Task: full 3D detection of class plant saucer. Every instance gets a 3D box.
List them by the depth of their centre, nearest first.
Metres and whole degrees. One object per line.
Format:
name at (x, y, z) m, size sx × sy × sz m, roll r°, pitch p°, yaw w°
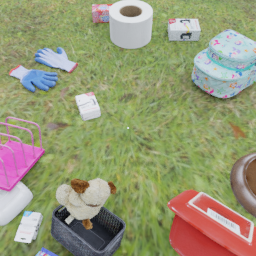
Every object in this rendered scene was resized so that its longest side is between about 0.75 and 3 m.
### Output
plant saucer at (4.528, 1.732, 8.675) m, size 2.583 × 0.414 × 2.583 m, roll 0°, pitch 52°, yaw 0°

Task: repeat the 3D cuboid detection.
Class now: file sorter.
file sorter at (-3.729, 0.680, 8.626) m, size 1.377 × 1.242 × 1.981 m, roll 13°, pitch 34°, yaw 10°

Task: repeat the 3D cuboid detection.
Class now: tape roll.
tape roll at (0.135, -4.965, 13.401) m, size 2.050 × 1.407 × 2.050 m, roll 0°, pitch 51°, yaw 0°

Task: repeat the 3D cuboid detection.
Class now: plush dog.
plush dog at (-0.924, 1.693, 6.820) m, size 1.384 × 1.189 × 1.110 m, roll 8°, pitch 40°, yaw -32°

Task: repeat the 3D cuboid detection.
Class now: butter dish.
butter dish at (1.981, 2.865, 7.013) m, size 2.379 × 2.372 × 1.758 m, roll 30°, pitch 100°, yaw 24°

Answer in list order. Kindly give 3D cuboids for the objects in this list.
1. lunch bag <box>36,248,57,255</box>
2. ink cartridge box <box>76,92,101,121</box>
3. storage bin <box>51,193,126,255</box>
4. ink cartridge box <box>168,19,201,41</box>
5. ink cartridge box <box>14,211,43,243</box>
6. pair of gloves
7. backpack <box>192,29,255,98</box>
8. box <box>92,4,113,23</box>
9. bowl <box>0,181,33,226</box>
lunch bag at (-1.811, 4.043, 6.569) m, size 2.329 × 1.095 × 1.753 m, roll 14°, pitch 53°, yaw 27°
ink cartridge box at (-1.529, -0.836, 10.713) m, size 0.734 × 0.427 × 1.008 m, roll -16°, pitch 55°, yaw -12°
storage bin at (-1.072, 2.669, 7.414) m, size 1.734 × 0.813 × 1.172 m, roll 28°, pitch 36°, yaw 23°
ink cartridge box at (2.749, -4.860, 13.831) m, size 1.463 × 0.606 × 1.066 m, roll 0°, pitch 51°, yaw 0°
ink cartridge box at (-2.782, 2.812, 7.867) m, size 0.486 × 0.280 × 0.839 m, roll 7°, pitch 51°, yaw 5°
pair of gloves at (-3.611, -2.662, 12.259) m, size 2.264 × 0.321 × 2.816 m, roll 25°, pitch 56°, yaw 19°
backpack at (3.930, -2.513, 11.200) m, size 2.617 × 1.971 × 2.324 m, roll -36°, pitch 59°, yaw -19°
box at (-1.168, -6.027, 14.722) m, size 1.423 × 0.679 × 0.709 m, roll -3°, pitch 51°, yaw -3°
bowl at (-3.704, 2.047, 8.366) m, size 1.299 × 0.485 × 1.298 m, roll 30°, pitch 56°, yaw 23°
